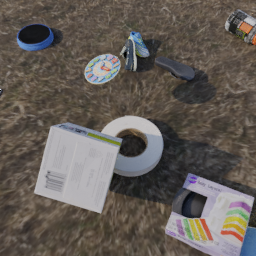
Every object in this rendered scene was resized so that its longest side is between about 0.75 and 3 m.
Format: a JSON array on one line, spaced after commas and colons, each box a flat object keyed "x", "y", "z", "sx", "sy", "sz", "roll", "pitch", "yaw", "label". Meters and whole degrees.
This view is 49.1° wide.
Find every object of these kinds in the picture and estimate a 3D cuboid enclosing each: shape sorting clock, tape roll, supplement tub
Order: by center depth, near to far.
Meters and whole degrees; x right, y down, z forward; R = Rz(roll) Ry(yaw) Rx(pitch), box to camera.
[{"x": -0.764, "y": -1.765, "z": 8.310, "sx": 1.132, "sy": 0.222, "sz": 1.132, "roll": -7, "pitch": 56, "yaw": 11, "label": "shape sorting clock"}, {"x": 0.087, "y": 0.528, "z": 8.870, "sx": 2.068, "sy": 0.378, "sz": 2.068, "roll": 0, "pitch": 55, "yaw": 0, "label": "tape roll"}, {"x": 4.966, "y": -4.198, "z": 11.759, "sx": 0.943, "sy": 0.943, "sz": 1.539, "roll": -34, "pitch": 63, "yaw": -21, "label": "supplement tub"}]

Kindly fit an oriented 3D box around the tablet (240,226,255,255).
[{"x": 3.047, "y": 3.493, "z": 6.966, "sx": 1.358, "sy": 0.143, "sz": 2.088, "roll": 9, "pitch": 55, "yaw": 7, "label": "tablet"}]

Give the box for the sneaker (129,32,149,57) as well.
[{"x": 0.418, "y": -3.450, "z": 11.409, "sx": 0.487, "sy": 0.676, "sz": 1.286, "roll": -30, "pitch": 60, "yaw": -19, "label": "sneaker"}]

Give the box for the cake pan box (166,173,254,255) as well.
[{"x": 2.152, "y": 2.326, "z": 7.492, "sx": 1.955, "sy": 0.511, "sz": 1.800, "roll": 20, "pitch": 56, "yaw": 21, "label": "cake pan box"}]

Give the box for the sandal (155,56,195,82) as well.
[{"x": 1.829, "y": -2.253, "z": 10.832, "sx": 0.693, "sy": 0.390, "sz": 1.823, "roll": -31, "pitch": 51, "yaw": -27, "label": "sandal"}]

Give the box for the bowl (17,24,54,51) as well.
[{"x": -3.967, "y": -3.908, "z": 11.955, "sx": 1.513, "sy": 0.297, "sz": 1.513, "roll": 0, "pitch": 56, "yaw": 0, "label": "bowl"}]

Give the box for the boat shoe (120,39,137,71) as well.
[{"x": -0.002, "y": -2.921, "z": 11.123, "sx": 0.504, "sy": 0.611, "sz": 1.631, "roll": 0, "pitch": 64, "yaw": -13, "label": "boat shoe"}]

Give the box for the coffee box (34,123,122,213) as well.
[{"x": -1.171, "y": 0.912, "z": 7.230, "sx": 1.668, "sy": 1.649, "sz": 1.665, "roll": 16, "pitch": 95, "yaw": 0, "label": "coffee box"}]
